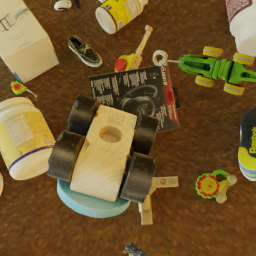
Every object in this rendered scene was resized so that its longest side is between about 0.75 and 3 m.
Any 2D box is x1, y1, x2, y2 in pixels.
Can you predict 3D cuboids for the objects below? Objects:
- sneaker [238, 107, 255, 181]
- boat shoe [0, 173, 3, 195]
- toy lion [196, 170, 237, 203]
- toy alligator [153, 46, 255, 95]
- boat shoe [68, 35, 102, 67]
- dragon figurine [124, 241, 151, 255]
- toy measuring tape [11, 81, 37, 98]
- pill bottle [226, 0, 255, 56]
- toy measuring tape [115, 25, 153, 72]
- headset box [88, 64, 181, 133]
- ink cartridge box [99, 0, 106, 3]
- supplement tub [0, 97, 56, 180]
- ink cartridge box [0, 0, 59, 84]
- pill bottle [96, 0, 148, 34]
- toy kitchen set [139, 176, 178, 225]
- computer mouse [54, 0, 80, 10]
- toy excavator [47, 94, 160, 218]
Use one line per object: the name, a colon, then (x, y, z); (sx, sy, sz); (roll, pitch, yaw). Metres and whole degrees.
sneaker: (3.815, 0.411, 8.352); (0.952, 1.059, 2.575); (6, 51, 33)
boat shoe: (-4.289, 1.067, 8.178); (0.807, 0.717, 2.193); (-22, 73, -7)
toy lion: (2.535, 1.654, 8.235); (0.957, 0.343, 0.998); (32, 74, 18)
toy alligator: (2.079, -1.635, 7.350); (2.935, 0.705, 0.973); (22, 111, 25)
boat shoe: (-1.501, -2.625, 9.511); (1.473, 0.469, 0.521); (38, 76, 11)
dragon figurine: (0.174, 2.137, 4.345); (0.624, 1.256, 0.370); (-44, 52, -6)
toy measuring tape: (-3.435, -1.183, 9.116); (1.006, 0.370, 0.370); (34, 75, 10)
pill bottle: (4.192, -4.030, 9.337); (1.676, 1.676, 2.937); (-1, 72, 0)
toy measuring tape: (0.086, -2.345, 9.074); (0.766, 0.766, 2.082); (26, 104, 8)
headset box: (0.281, -0.717, 8.392); (2.613, 1.009, 1.945); (-11, 88, -4)
ink cartridge box: (-1.081, -5.379, 10.212); (1.157, 0.837, 0.851); (40, 76, 12)
supplement tub: (-2.966, 0.288, 8.033); (1.470, 1.470, 2.022); (-29, 74, -9)
ink cartridge box: (-3.519, -2.863, 9.027); (1.503, 1.530, 2.078); (-34, 74, -10)
pill bottle: (-0.171, -4.168, 9.744); (1.793, 0.980, 0.980); (-41, 76, -12)
toy kitchen set: (0.872, 1.976, 7.722); (1.132, 1.024, 1.255); (-3, 72, -1)
computer mouse: (-2.256, -4.555, 10.281); (0.928, 0.204, 0.509); (-14, 74, -5)
toy excavator: (-0.513, 0.741, 5.602); (1.485, 2.974, 2.892); (17, 41, -3)
